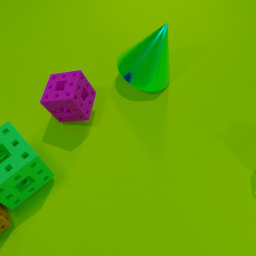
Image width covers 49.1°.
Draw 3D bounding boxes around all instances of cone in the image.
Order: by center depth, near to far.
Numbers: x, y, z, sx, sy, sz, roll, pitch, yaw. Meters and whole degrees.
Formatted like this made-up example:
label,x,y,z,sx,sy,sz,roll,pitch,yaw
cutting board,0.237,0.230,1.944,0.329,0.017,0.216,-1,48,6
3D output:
label,x,y,z,sx,sy,sz,roll,pitch,yaw
cone,0.682,-2.047,7.217,1.580,1.586,1.580,10,54,-15

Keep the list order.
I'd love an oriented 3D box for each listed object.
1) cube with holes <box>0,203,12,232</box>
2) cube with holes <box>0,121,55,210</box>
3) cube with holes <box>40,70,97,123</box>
label,x,y,z,sx,sy,sz,roll,pitch,yaw
cube with holes,-2.907,1.657,5.361,0.801,0.801,0.801,-32,58,-15
cube with holes,-2.413,0.785,5.773,1.093,1.093,1.093,-40,65,-17
cube with holes,-1.397,-0.738,6.700,0.852,0.852,0.852,-3,57,22
